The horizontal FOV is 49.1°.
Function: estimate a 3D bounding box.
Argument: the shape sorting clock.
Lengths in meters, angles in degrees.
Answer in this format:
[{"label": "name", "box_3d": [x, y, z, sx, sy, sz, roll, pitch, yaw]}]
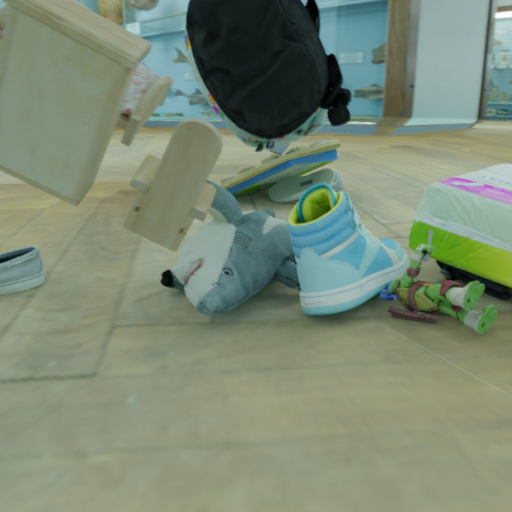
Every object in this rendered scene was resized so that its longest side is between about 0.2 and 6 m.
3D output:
[{"label": "shape sorting clock", "box_3d": [0.503, -2.165, 13.609, 3.253, 0.638, 3.253, -19, -1, 0]}]

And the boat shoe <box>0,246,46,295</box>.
[{"label": "boat shoe", "box_3d": [-3.772, 0.227, 7.521, 1.815, 0.646, 0.633, -15, 22, -39]}]

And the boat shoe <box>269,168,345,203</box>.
[{"label": "boat shoe", "box_3d": [1.194, -1.522, 13.188, 1.924, 0.671, 0.685, -9, -31, 40]}]

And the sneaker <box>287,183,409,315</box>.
[{"label": "sneaker", "box_3d": [1.273, -0.281, 7.443, 0.944, 1.550, 2.374, -10, 8, 36]}]

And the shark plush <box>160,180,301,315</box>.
[{"label": "shark plush", "box_3d": [0.208, 0.209, 7.911, 1.477, 1.611, 3.546, 40, 18, 35]}]

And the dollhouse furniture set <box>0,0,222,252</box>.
[{"label": "dollhouse furniture set", "box_3d": [-1.328, -2.089, 5.867, 2.802, 1.604, 3.286, 27, 38, -10]}]

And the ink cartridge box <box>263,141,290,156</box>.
[{"label": "ink cartridge box", "box_3d": [0.319, -2.803, 12.253, 0.677, 0.674, 0.932, 12, 38, -35]}]

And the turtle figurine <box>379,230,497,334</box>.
[{"label": "turtle figurine", "box_3d": [2.292, 0.312, 6.722, 1.342, 0.966, 1.301, -13, 19, -25]}]

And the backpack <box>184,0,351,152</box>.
[{"label": "backpack", "box_3d": [0.191, -3.016, 9.013, 2.141, 2.822, 3.382, -20, 3, 13]}]

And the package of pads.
[{"label": "package of pads", "box_3d": [4.232, -0.267, 7.522, 3.416, 1.165, 2.639, 27, 31, 37]}]

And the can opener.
[{"label": "can opener", "box_3d": [3.001, 0.252, 7.801, 0.395, 0.489, 1.245, 40, 2, -32]}]
